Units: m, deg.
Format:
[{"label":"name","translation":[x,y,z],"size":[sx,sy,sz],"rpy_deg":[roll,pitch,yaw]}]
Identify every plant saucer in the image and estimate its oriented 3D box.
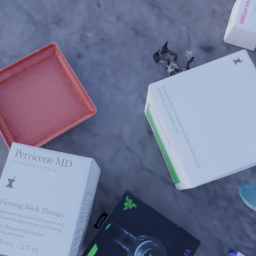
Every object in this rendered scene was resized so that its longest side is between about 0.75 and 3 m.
[{"label":"plant saucer","translation":[-2.738,-0.845,8.529],"size":[2.746,0.505,2.751],"rpy_deg":[-31,77,-7]},{"label":"plant saucer","translation":[3.124,1.681,6.490],"size":[1.118,1.118,0.201],"rpy_deg":[8,111,2]}]

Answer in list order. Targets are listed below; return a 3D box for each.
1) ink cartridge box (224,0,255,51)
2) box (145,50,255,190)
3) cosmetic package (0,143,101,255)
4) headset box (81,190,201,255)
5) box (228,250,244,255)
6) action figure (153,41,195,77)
[{"label":"ink cartridge box","translation":[4.399,-3.302,8.930],"size":[2.145,0.921,1.570],"rpy_deg":[18,77,3]},{"label":"box","translation":[2.140,-0.047,7.390],"size":[2.677,2.293,2.664],"rpy_deg":[-20,77,-5]},{"label":"cosmetic package","translation":[-1.989,1.873,7.068],"size":[2.010,1.998,2.402],"rpy_deg":[11,75,3]},{"label":"headset box","translation":[0.217,3.040,7.234],"size":[2.414,1.120,2.102],"rpy_deg":[35,78,8]},{"label":"box","translation":[3.177,3.969,7.440],"size":[1.447,0.300,0.861],"rpy_deg":[33,78,10]},{"label":"action figure","translation":[1.547,-1.923,8.644],"size":[1.633,0.833,0.971],"rpy_deg":[44,69,12]}]
